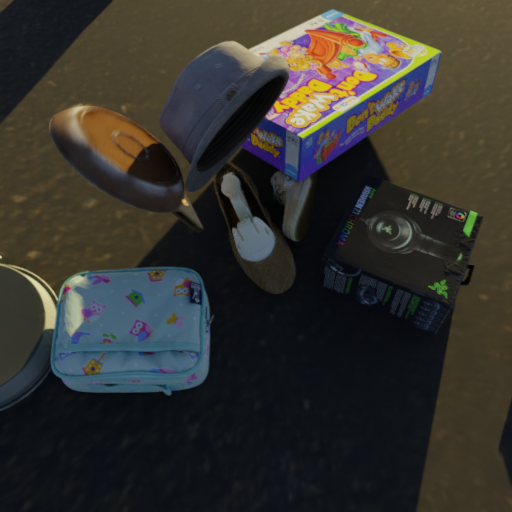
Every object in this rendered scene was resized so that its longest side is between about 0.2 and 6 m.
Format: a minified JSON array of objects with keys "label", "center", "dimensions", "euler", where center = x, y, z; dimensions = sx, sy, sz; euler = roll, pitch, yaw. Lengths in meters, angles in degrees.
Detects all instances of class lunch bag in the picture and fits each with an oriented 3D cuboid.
[{"label":"lunch bag","center":[-1.777,1.129,8.334],"dimensions":[2.319,0.894,1.860],"euler":[-2,57,-1]}]

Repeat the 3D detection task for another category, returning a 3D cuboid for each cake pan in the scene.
[{"label":"cake pan","center":[-4.202,1.139,8.402],"dimensions":[2.478,0.454,2.478],"euler":[3,62,-5]}]

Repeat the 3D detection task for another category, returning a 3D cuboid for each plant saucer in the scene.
[{"label":"plant saucer","center":[-1.818,-1.431,7.826],"dimensions":[2.091,0.335,2.091],"euler":[34,26,-19]}]

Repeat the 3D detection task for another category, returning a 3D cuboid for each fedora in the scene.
[{"label":"fedora","center":[-0.618,-2.203,8.298],"dimensions":[1.084,2.123,2.400],"euler":[42,98,3]}]

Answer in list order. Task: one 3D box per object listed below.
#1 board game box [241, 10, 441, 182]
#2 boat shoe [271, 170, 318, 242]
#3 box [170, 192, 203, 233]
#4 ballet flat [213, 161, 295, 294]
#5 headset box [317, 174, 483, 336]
[{"label":"board game box","center":[1.192,-3.269,10.752],"dimensions":[2.746,0.914,4.084],"euler":[35,56,29]},{"label":"boat shoe","center":[0.642,-1.179,9.944],"dimensions":[0.750,0.833,2.309],"euler":[5,51,10]},{"label":"box","center":[-1.359,-1.031,8.549],"dimensions":[0.140,1.074,1.313],"euler":[-40,49,10]},{"label":"ballet flat","center":[-0.146,-0.600,9.388],"dimensions":[0.903,0.963,2.663],"euler":[-25,59,7]},{"label":"headset box","center":[2.375,-0.026,9.030],"dimensions":[2.168,1.006,1.887],"euler":[23,60,15]}]
